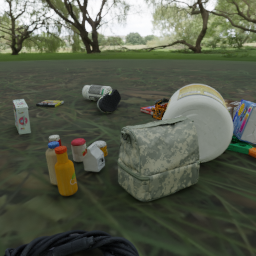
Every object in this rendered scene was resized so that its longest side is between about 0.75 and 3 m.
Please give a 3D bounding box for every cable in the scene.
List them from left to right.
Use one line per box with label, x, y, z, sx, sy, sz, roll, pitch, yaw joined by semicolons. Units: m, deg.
cable;-0.885;2.151;4.301;2.358;0.599;1.924;9;20;28

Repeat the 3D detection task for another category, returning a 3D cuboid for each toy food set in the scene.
toy food set;-1.467;0.660;7.756;1.252;1.180;2.623;2;19;20

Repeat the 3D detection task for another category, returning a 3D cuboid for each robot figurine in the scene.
robot figurine;1.837;-0.724;12.362;1.673;1.213;0.487;4;41;-9

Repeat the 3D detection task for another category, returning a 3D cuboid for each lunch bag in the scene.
lunch bag;0.792;0.641;7.120;2.041;1.712;1.422;-9;20;-27

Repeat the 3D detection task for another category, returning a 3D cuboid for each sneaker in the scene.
sneaker;-1.175;-1.275;14.909;1.098;0.951;2.652;-23;10;22

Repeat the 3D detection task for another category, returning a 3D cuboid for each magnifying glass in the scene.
magnifying glass;3.912;0.695;9.391;1.038;0.292;2.609;-8;18;-27

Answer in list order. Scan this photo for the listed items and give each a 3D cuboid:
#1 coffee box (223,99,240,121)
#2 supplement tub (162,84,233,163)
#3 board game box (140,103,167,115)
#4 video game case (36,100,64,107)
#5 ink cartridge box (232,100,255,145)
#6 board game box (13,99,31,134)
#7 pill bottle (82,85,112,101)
coffee box;3.941;-0.565;12.090;1.353;0.943;2.366;17;25;42
supplement tub;2.278;-0.319;9.409;2.110;2.110;2.922;4;20;12
board game box;1.855;-1.007;14.677;2.187;0.213;1.126;-12;23;-34
video game case;-4.424;-1.393;15.957;1.183;0.151;1.069;4;19;15
ink cartridge box;4.340;-0.273;10.129;0.714;1.275;1.869;19;15;5
board game box;-4.424;-0.497;11.631;0.483;1.110;1.504;-9;20;-26
pill bottle;-1.850;-2.097;16.828;1.675;0.947;0.947;10;21;27
